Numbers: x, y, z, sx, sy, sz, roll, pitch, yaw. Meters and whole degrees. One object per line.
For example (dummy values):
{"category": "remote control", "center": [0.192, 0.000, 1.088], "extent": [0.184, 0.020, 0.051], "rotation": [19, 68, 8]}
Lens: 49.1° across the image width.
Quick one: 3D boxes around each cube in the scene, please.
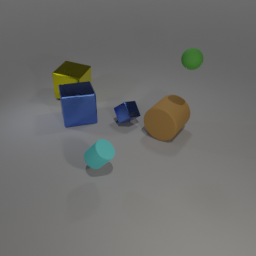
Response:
{"category": "cube", "center": [-2.696, -2.259, 13.720], "extent": [1.400, 1.400, 1.400], "rotation": [14, 41, 11]}
{"category": "cube", "center": [-2.151, -1.040, 12.033], "extent": [1.400, 1.400, 1.400], "rotation": [-9, 33, -14]}
{"category": "cube", "center": [-0.034, -0.665, 11.695], "extent": [0.700, 0.700, 0.700], "rotation": [-26, -9, 42]}

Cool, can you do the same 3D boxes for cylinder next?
{"category": "cylinder", "center": [-0.877, 0.799, 8.572], "extent": [0.700, 0.700, 0.700], "rotation": [26, 44, -28]}
{"category": "cylinder", "center": [1.551, -0.422, 11.031], "extent": [1.400, 1.400, 1.400], "rotation": [19, 36, 27]}

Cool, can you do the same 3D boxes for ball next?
{"category": "ball", "center": [2.083, -2.237, 9.082], "extent": [0.700, 0.700, 0.700], "rotation": [0, 32, 0]}
